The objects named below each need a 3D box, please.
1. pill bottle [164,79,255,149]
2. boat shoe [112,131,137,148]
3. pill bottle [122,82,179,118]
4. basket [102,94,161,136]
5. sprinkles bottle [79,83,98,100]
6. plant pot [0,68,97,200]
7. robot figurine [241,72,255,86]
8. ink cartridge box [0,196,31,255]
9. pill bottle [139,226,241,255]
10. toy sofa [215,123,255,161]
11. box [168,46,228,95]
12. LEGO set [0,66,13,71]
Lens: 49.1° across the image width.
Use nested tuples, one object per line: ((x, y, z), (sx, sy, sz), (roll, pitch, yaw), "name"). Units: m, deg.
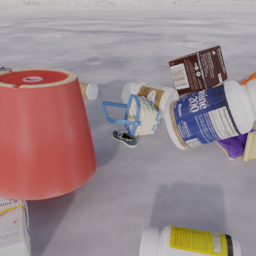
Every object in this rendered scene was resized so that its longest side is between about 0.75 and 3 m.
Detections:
((2.524, -0.426, 7.867), (2.695, 1.496, 1.496), (-19, 19, 28), "pill bottle")
((-0.124, 0.277, 8.837), (0.390, 0.322, 1.041), (-20, 34, -33), "boat shoe")
((0.794, -1.126, 10.607), (1.978, 1.131, 1.131), (19, 33, 32), "pill bottle")
((0.066, -0.468, 9.260), (1.770, 1.231, 1.560), (2, 27, -16), "basket")
((-2.317, -1.662, 12.068), (1.990, 0.679, 0.679), (9, 29, 15), "sprinkles bottle")
((-1.984, -0.051, 6.206), (2.552, 2.258, 2.552), (2, 23, -1), "plant pot")
((5.711, -1.907, 12.258), (1.197, 0.970, 1.664), (37, 35, 5), "robot figurine")
((-2.511, 1.958, 5.268), (1.183, 0.713, 1.629), (-9, 26, -17), "ink cartridge box")
((0.999, 2.159, 4.720), (1.570, 0.897, 0.897), (6, 29, 10), "pill bottle")
((3.218, 0.052, 8.651), (1.062, 0.901, 2.177), (-5, 28, -11), "toy sofa")
((3.073, -2.510, 12.237), (1.904, 1.579, 1.563), (-28, 15, -40), "box")
((-5.849, -2.003, 11.946), (1.860, 1.401, 2.418), (-11, 30, -19), "LEGO set")
